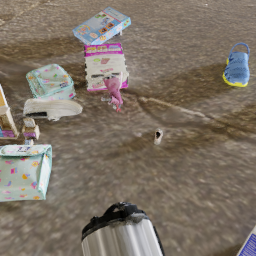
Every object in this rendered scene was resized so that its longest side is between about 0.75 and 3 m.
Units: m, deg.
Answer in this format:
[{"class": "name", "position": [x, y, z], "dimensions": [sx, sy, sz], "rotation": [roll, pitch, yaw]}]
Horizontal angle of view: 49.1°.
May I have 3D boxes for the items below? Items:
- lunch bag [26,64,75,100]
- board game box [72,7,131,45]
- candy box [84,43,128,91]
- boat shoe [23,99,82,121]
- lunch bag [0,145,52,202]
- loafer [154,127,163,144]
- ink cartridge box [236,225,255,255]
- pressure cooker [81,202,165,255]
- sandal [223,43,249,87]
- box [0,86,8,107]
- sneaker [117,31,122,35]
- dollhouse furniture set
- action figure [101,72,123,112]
[{"class": "lunch bag", "position": [-3.137, -1.735, 11.256], "dimensions": [1.591, 0.765, 1.984], "rotation": [-23, 49, -22]}, {"class": "board game box", "position": [-1.402, -5.333, 14.761], "dimensions": [2.513, 0.460, 1.901], "rotation": [-37, 54, -14]}, {"class": "candy box", "position": [-1.007, -2.725, 12.255], "dimensions": [1.756, 0.786, 2.575], "rotation": [-5, 44, -5]}, {"class": "boat shoe", "position": [-2.755, -0.603, 10.163], "dimensions": [2.134, 0.768, 0.731], "rotation": [7, 63, 0]}, {"class": "lunch bag", "position": [-2.990, 1.146, 8.010], "dimensions": [1.427, 1.022, 1.675], "rotation": [-2, 52, 0]}, {"class": "loafer", "position": [1.049, 0.226, 9.605], "dimensions": [0.273, 0.238, 0.758], "rotation": [8, 45, 8]}, {"class": "ink cartridge box", "position": [2.963, 3.193, 6.463], "dimensions": [0.924, 0.362, 1.950], "rotation": [32, 55, 29]}, {"class": "pressure cooker", "position": [-0.140, 2.577, 5.999], "dimensions": [1.647, 1.672, 1.872], "rotation": [-25, 54, 5]}, {"class": "sandal", "position": [4.741, -2.781, 12.093], "dimensions": [1.043, 1.142, 2.624], "rotation": [9, 47, 7]}, {"class": "box", "position": [-5.103, -0.846, 10.157], "dimensions": [1.283, 1.005, 2.062], "rotation": [-21, 48, -20]}, {"class": "sneaker", "position": [-0.851, -5.258, 15.177], "dimensions": [0.652, 0.432, 1.145], "rotation": [-29, 50, -20]}, {"class": "dollhouse furniture set", "position": [-3.956, 0.393, 8.742], "dimensions": [1.741, 1.204, 1.844], "rotation": [1, 45, 1]}, {"class": "action figure", "position": [-0.454, -1.279, 10.368], "dimensions": [1.053, 1.414, 0.947], "rotation": [-18, 10, 11]}]
